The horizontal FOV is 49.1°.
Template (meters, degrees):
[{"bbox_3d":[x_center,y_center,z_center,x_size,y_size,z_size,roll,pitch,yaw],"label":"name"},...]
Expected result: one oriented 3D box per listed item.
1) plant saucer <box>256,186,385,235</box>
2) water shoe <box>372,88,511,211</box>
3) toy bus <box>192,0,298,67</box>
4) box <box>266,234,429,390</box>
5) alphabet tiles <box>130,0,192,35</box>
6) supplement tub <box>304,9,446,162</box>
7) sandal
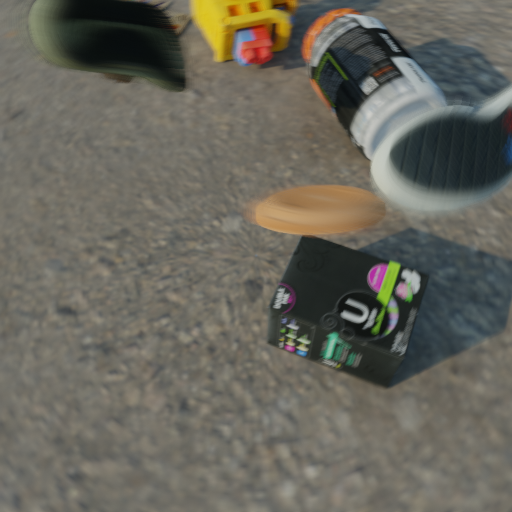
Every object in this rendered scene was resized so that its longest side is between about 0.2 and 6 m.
[{"bbox_3d":[0.687,-0.543,6.102,1.394,0.225,1.394,-5,20,2],"label":"plant saucer"},{"bbox_3d":[2.594,-1.248,7.070,3.273,1.291,1.170,-23,88,-26],"label":"water shoe"},{"bbox_3d":[0.025,-5.122,12.214,2.333,1.583,2.239,-16,71,-14],"label":"toy bus"},{"bbox_3d":[1.296,0.800,8.266,1.963,1.220,1.458,20,58,13],"label":"box"},{"bbox_3d":[-2.748,-5.582,13.288,2.222,0.084,1.857,16,57,10],"label":"alphabet tiles"},{"bbox_3d":[2.140,-3.332,10.743,1.772,1.772,2.893,-18,59,-12],"label":"supplement tub"},{"bbox_3d":[-1.962,-2.938,7.758,0.844,2.958,1.175,-4,94,32],"label":"sandal"}]
